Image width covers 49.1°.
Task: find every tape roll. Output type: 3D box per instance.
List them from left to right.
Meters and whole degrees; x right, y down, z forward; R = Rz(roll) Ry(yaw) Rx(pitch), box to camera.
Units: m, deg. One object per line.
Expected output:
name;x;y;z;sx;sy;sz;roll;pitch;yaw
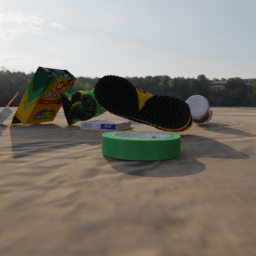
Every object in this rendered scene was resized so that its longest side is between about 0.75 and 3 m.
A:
tape roll;0.201;0.246;4.382;1.229;0.295;1.229;0;5;0

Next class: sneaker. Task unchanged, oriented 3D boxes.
sneaker;-1.390;-0.727;9.350;1.241;1.137;2.914;-16;12;-30
sneaker;0.368;-0.505;7.233;2.736;0.957;1.231;22;-5;25

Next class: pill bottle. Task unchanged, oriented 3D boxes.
pill bottle;2.441;-0.575;9.689;0.756;0.756;1.357;2;-13;20

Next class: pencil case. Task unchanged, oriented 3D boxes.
pencil case;2.745;-0.655;11.209;1.241;0.516;0.563;28;-14;37

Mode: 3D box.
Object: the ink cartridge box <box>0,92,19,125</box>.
ink cartridge box;-4.213;-0.687;9.952;0.316;1.247;1.415;43;-11;-19

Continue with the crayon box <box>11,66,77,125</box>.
crayon box;-2.989;-0.974;9.982;0.611;2.404;1.526;40;22;15

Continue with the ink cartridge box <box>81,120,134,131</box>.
ink cartridge box;-0.581;-0.097;8.388;1.195;0.264;1.217;2;7;27
